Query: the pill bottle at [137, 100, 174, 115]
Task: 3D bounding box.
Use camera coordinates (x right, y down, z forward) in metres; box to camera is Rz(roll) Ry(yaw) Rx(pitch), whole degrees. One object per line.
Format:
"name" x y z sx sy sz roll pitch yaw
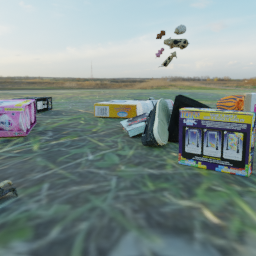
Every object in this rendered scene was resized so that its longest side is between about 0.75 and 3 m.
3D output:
"pill bottle" 1.014 -0.661 10.300 1.278 0.728 0.728 -4 10 -18

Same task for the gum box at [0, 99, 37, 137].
"gum box" -3.491 -0.330 7.966 1.419 0.827 2.501 -2 10 -11

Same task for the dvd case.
"dvd case" 0.493 -0.196 7.939 1.300 0.196 1.781 -20 12 -4

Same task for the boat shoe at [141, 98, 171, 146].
"boat shoe" 0.642 -0.120 6.586 0.566 0.638 1.706 -24 30 26

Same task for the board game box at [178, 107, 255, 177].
"board game box" 1.402 0.186 4.514 1.164 0.962 0.330 8 13 36

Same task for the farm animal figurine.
"farm animal figurine" 1.839 -3.399 11.635 1.516 1.533 0.799 -15 10 0

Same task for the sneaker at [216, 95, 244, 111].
"sneaker" 4.513 -0.945 10.359 2.470 0.958 1.384 3 -9 24

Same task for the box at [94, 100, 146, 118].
"box" -0.113 -0.859 12.010 1.737 0.605 2.917 3 7 16

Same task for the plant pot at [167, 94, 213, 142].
"plant pot" 1.539 -0.187 6.787 0.947 1.068 1.065 13 12 13

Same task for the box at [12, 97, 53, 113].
"box" -4.482 -1.120 13.225 1.245 0.655 1.520 2 10 12

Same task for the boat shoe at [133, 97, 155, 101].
"boat shoe" 1.148 -1.276 14.320 1.772 0.605 0.654 0 9 2

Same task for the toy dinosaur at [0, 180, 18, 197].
"toy dinosaur" -1.598 0.766 3.384 0.406 0.218 0.920 -4 4 20

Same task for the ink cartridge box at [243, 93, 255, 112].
"ink cartridge box" 4.063 -0.481 8.176 1.296 1.068 0.487 3 10 19
